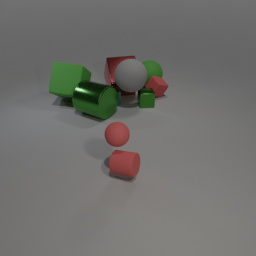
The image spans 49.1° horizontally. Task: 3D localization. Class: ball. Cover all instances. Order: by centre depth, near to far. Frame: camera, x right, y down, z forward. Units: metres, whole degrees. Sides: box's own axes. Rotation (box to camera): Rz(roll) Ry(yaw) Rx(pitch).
[{"bbox_3d":[-0.299,0.176,7.730,0.700,0.700,0.700,0,29,0],"label":"ball"},{"bbox_3d":[0.125,-2.243,12.025,1.400,1.400,1.400,0,29,0],"label":"ball"},{"bbox_3d":[1.125,-2.857,14.757,1.400,1.400,1.400,0,29,0],"label":"ball"}]

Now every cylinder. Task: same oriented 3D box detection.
[{"bbox_3d":[-0.085,1.017,8.106,0.700,0.700,0.700,6,29,24],"label":"cylinder"},{"bbox_3d":[-1.367,-1.204,11.804,1.400,1.400,1.400,18,34,29],"label":"cylinder"}]

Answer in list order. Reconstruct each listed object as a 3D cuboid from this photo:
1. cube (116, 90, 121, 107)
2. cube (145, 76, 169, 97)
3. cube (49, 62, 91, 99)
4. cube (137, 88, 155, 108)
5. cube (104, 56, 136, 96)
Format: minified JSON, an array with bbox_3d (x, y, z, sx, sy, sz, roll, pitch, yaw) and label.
[{"bbox_3d":[-0.805,-1.334,12.785,0.700,0.700,0.700,17,33,27],"label":"cube"},{"bbox_3d":[1.406,-2.021,13.636,0.700,0.700,0.700,2,44,-41],"label":"cube"},{"bbox_3d":[-2.624,-2.113,12.879,1.400,1.400,1.400,9,-1,9],"label":"cube"},{"bbox_3d":[0.832,-1.383,12.860,0.700,0.700,0.700,-3,29,-7],"label":"cube"},{"bbox_3d":[-0.315,-2.481,13.562,1.400,1.400,1.400,-8,70,-14],"label":"cube"}]
